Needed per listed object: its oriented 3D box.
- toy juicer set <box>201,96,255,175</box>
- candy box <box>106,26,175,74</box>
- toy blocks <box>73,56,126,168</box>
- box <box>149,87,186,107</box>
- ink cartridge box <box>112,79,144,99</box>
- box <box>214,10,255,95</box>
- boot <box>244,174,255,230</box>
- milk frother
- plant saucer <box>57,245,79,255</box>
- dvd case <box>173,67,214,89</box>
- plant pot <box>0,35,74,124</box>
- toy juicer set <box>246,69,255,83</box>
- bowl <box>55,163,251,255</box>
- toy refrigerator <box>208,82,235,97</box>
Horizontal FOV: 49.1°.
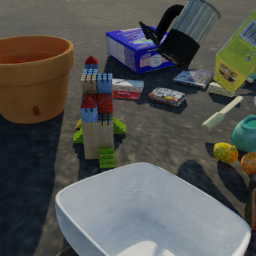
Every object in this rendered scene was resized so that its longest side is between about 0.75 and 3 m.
[{"bbox_3d":[2.853,0.290,6.904,1.822,0.779,2.864,-25,31,-3],"label":"toy juicer set"},{"bbox_3d":[0.731,-3.574,12.414,2.490,1.134,2.945,-17,37,-22],"label":"candy box"},{"bbox_3d":[-0.743,-0.610,7.063,1.383,1.892,2.768,-2,33,-3],"label":"toy blocks"},{"bbox_3d":[1.310,-1.057,9.336,1.044,0.208,0.714,18,37,25],"label":"box"},{"bbox_3d":[-0.113,-1.379,9.794,1.191,0.266,1.049,6,32,9],"label":"ink cartridge box"},{"bbox_3d":[2.361,-1.401,5.865,0.666,1.000,2.657,41,9,13],"label":"box"},{"bbox_3d":[2.785,1.482,5.181,1.098,0.542,1.415,18,30,19],"label":"boot"},{"bbox_3d":[1.369,-2.836,7.730,1.643,1.713,1.821,33,8,17],"label":"milk frother"},{"bbox_3d":[-0.443,2.320,4.022,1.649,0.243,1.649,0,33,0],"label":"plant saucer"},{"bbox_3d":[2.591,-1.979,10.855,1.211,0.130,1.629,18,37,25],"label":"dvd case"},{"bbox_3d":[-2.946,-1.433,8.302,2.790,1.953,2.790,0,33,0],"label":"plant pot"},{"bbox_3d":[4.610,-1.873,10.522,1.475,0.401,0.938,-14,51,-30],"label":"toy juicer set"},{"bbox_3d":[0.358,1.586,4.204,2.395,0.894,2.392,27,25,35],"label":"bowl"},{"bbox_3d":[3.233,-1.309,9.665,0.851,0.298,0.323,20,31,27],"label":"toy refrigerator"}]
